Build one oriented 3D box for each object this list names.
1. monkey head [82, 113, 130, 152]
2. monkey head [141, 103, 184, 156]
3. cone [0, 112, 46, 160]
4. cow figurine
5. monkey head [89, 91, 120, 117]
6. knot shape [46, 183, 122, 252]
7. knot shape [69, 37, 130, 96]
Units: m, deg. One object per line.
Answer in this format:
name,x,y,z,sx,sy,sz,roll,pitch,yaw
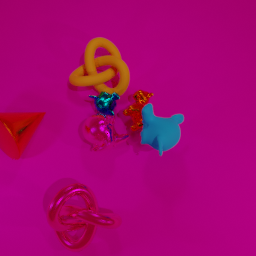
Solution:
monkey head,-0.629,0.068,7.986,1.263,1.756,1.058,-16,93,-29
monkey head,0.858,-0.027,7.357,1.011,1.207,1.678,9,38,29
cone,-3.003,-0.113,8.178,1.516,1.516,1.522,39,50,16
cow figurine,0.418,-0.556,8.449,1.154,0.644,1.173,-23,86,-36
monkey head,-0.629,-0.761,8.486,1.093,0.786,0.659,45,62,-19
knot shape,-1.018,2.220,6.836,1.757,1.878,0.868,5,35,-5
knot shape,-0.825,-1.987,8.898,1.962,0.907,1.836,9,74,7
